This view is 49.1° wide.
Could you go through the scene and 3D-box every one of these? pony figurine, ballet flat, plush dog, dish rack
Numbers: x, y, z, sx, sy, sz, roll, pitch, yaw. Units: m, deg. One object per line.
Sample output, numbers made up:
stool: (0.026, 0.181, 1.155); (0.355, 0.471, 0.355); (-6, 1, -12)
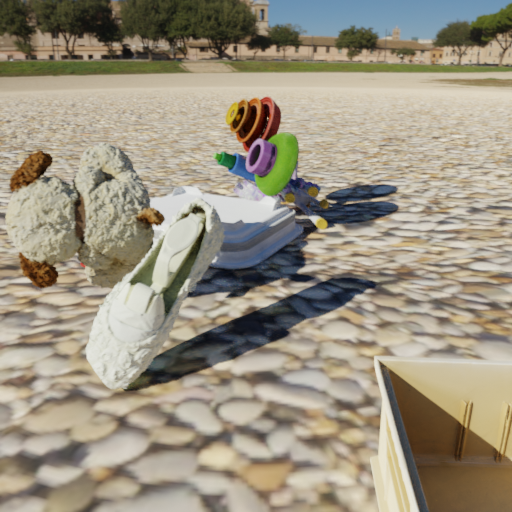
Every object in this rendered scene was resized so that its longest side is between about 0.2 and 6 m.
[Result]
pony figurine: (0.692, -1.469, 12.476); (1.875, 1.617, 1.942); (36, 4, -26)
ballet flat: (-1.206, 0.304, 6.674); (0.923, 0.923, 2.572); (13, 60, 30)
plush dog: (-2.426, -0.467, 7.717); (1.889, 2.199, 1.764); (-7, 10, -29)
dish rack: (-1.034, -0.747, 11.484); (3.459, 0.753, 2.969); (10, 24, 26)

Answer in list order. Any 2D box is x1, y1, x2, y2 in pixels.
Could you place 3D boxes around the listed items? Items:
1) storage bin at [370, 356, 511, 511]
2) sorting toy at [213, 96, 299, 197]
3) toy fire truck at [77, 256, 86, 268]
storage bin: (2.222, 1.889, 4.103); (2.459, 1.152, 2.441); (2, 21, 3)
sorting toy: (-0.124, -2.332, 11.661); (1.089, 1.595, 2.654); (17, 37, -28)
toy fire truck: (-2.442, -0.396, 9.304); (1.156, 1.639, 0.400); (13, 39, 11)
